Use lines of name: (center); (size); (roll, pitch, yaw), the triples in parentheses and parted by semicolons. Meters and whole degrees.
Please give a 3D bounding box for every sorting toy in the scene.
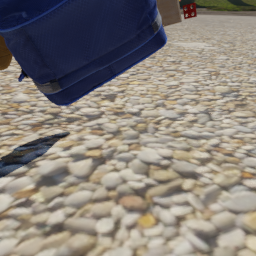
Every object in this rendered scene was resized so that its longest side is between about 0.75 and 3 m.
sorting toy: (0.908, -2.787, 6.444); (1.710, 0.824, 0.289); (1, 20, 44)

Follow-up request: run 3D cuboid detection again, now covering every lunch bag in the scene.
lunch bag: (-0.854, -1.743, 5.075); (2.877, 1.903, 1.954); (-31, 45, 0)

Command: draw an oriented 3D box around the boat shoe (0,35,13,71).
boat shoe: (-2.920, -2.600, 6.922); (0.826, 2.333, 0.809); (24, 21, -25)
